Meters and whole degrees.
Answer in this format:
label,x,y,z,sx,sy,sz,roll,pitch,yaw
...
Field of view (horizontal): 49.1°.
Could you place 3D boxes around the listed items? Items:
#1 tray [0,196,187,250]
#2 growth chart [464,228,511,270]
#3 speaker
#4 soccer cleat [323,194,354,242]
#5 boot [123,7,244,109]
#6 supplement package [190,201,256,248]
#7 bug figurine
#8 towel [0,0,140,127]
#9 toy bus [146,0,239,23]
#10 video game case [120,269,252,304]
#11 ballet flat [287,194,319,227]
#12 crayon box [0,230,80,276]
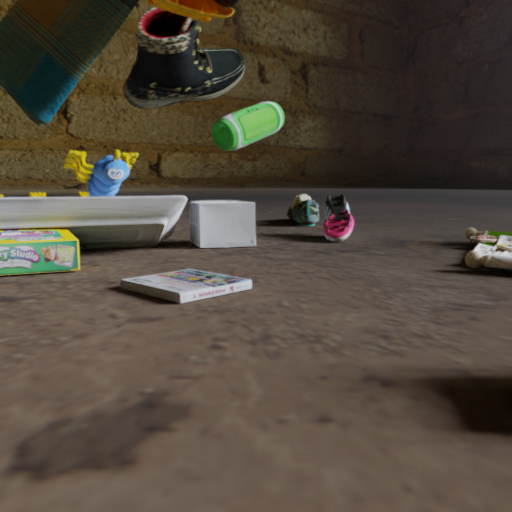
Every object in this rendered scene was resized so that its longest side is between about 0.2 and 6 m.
label,x,y,z,sx,sy,sz,roll,pitch,yaw
tray,-3.129,-0.477,9.689,3.666,0.407,1.968,-3,-15,-18
growth chart,4.636,-0.041,8.871,2.651,0.325,3.663,5,10,22
speaker,-0.153,-2.782,11.959,0.750,0.750,1.696,8,30,42
soccer cleat,1.783,-0.645,12.043,0.640,0.791,1.833,-3,32,10
boot,-1.057,-3.448,9.535,2.375,0.857,1.794,-23,-12,-23
supplement package,-0.675,-0.642,10.940,1.105,0.850,1.155,-2,7,-15
bug figurine,-4.193,-1.004,9.977,4.056,1.044,3.146,-5,-19,-27
towel,-2.348,-2.712,6.649,1.479,2.016,0.219,46,10,18
toy bus,-0.675,-3.336,6.091,1.016,1.498,1.438,10,10,-18
video game case,-0.854,0.349,6.787,1.098,0.139,1.205,-9,11,-44
ballet flat,1.341,-1.326,15.680,0.893,0.893,2.407,-1,8,-6
crayon box,-3.571,-0.057,8.217,1.724,0.503,1.488,-4,10,-23
